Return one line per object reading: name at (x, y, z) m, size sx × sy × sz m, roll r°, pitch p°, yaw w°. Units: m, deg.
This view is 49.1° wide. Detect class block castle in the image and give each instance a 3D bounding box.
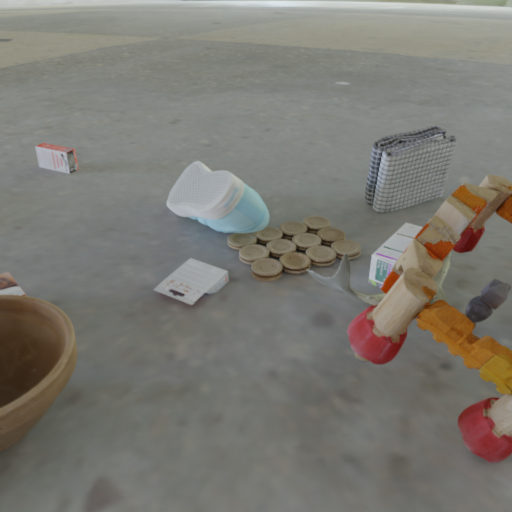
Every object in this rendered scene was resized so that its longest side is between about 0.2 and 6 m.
block castle at (2.549, 0.550, 6.368) m, size 2.050 × 1.440 × 3.069 m, roll 40°, pitch 48°, yaw 13°

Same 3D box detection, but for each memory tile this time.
memory tile at (0.610, -0.151, 9.078) m, size 1.913 × 0.161 × 1.466 m, roll -13°, pitch 33°, yaw -22°

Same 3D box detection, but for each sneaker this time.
sneaker at (-0.696, -0.868, 9.775) m, size 1.062 × 1.177 × 2.872 m, roll -53°, pitch 27°, yaw -1°

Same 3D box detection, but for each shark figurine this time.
shark figurine at (1.763, 0.452, 7.540) m, size 1.997 × 1.193 × 0.833 m, roll -12°, pitch -1°, yaw -19°

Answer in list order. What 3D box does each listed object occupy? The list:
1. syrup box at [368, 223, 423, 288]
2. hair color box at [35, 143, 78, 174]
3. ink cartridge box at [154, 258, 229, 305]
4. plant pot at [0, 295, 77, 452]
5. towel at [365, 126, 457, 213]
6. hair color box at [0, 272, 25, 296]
syrup box at (2.203, 0.009, 8.440) m, size 0.519 × 0.502 × 1.275 m, roll 20°, pitch 36°, yaw 31°
hair color box at (-4.331, -2.122, 12.166) m, size 0.889 × 0.493 × 0.284 m, roll 15°, pitch 33°, yaw 23°
ink cartridge box at (-0.919, 0.422, 8.089) m, size 0.714 × 0.221 × 0.881 m, roll 18°, pitch 43°, yaw 27°
plant pot at (-2.839, 1.344, 5.664) m, size 2.092 × 0.965 × 2.092 m, roll -1°, pitch 30°, yaw 0°
towel at (2.796, -1.619, 10.317) m, size 1.595 × 1.321 × 0.682 m, roll -18°, pitch 44°, yaw -19°
hair color box at (-3.711, 0.750, 7.181) m, size 1.370 × 0.438 × 0.760 m, roll -22°, pitch 35°, yaw -32°
